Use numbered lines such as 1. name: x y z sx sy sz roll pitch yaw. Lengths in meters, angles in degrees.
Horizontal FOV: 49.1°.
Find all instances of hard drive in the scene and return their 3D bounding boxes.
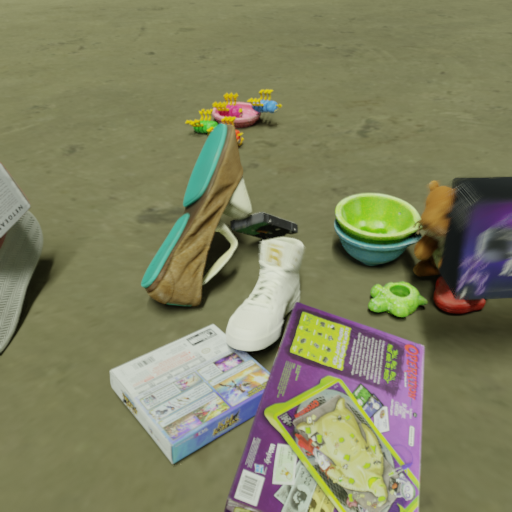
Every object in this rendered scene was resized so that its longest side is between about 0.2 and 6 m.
1. hard drive: 0.137 -0.471 9.025 0.669 0.181 0.958 -13 -16 38

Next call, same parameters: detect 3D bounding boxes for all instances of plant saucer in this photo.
1. plant saucer: -0.493 -3.578 14.312 1.258 0.319 1.258 -1 34 0

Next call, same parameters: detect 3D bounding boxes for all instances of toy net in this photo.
1. toy net: 3.537 -0.257 8.831 4.464 0.862 2.342 -8 34 -13

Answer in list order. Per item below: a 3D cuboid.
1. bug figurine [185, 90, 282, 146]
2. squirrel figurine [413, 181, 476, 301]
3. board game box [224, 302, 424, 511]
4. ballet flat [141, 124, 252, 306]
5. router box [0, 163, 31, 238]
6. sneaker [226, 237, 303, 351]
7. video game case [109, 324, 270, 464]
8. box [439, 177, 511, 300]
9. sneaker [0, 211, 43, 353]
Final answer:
1. bug figurine: -0.556 -3.317 13.566 1.780 0.591 2.295 16 46 35
2. squirrel figurine: 2.945 -0.461 7.901 1.641 1.532 1.162 -36 34 -7
3. board game box: 0.888 1.736 5.967 1.723 0.464 2.871 16 36 8
4. ballet flat: -0.669 -0.536 8.269 1.044 0.979 2.888 29 67 -23
5. router box: -5.091 0.073 7.135 2.992 0.814 3.334 4 46 29
6. sneaker: 0.122 0.365 7.341 0.718 1.127 1.949 9 23 16
7. video game case: -0.712 1.528 6.558 1.503 0.341 1.362 -21 38 -33
8. box: 3.030 -0.202 6.148 1.732 1.222 0.683 -2 32 1
9. sneaker: -4.174 0.577 7.632 1.699 1.083 2.940 -11 37 11
